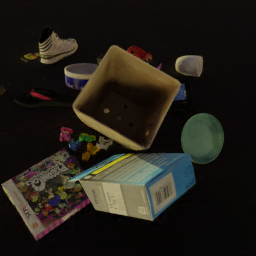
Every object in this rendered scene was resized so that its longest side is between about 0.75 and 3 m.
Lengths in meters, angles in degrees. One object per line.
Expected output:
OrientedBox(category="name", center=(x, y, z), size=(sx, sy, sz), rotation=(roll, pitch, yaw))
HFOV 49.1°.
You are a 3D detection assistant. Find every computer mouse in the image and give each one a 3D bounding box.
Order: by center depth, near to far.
OrientedBox(category="computer mouse", center=(-1.474, 1.119, 8.214), size=(1.390, 0.456, 1.979), rotation=(-17, 41, -20))

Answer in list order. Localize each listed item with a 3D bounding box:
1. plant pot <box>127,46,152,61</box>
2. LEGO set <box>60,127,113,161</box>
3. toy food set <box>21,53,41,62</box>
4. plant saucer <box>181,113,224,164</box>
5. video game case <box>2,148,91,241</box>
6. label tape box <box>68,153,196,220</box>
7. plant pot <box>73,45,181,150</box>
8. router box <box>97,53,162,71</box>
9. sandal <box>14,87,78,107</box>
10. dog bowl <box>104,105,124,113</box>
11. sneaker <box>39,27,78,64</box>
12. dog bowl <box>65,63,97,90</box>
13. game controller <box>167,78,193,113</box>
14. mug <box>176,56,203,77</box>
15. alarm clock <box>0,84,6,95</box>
OrientedBox(category="plant pot", center=(0.493, -3.234, 13.498), size=(1.053, 1.156, 1.156), rotation=(33, 48, 25))
OrientedBox(category="LEGO set", center=(-1.400, 0.599, 8.806), size=(1.686, 0.643, 0.692), rotation=(13, 41, 7))
OrientedBox(category="toy food set", center=(-5.223, -3.905, 15.122), size=(0.716, 0.208, 1.037), rotation=(30, 46, 33))
OrientedBox(category="plant saucer", center=(2.253, 0.317, 8.674), size=(1.549, 1.549, 0.278), rotation=(-16, 7, -20))
OrientedBox(category="video game case", center=(-1.968, 1.604, 7.282), size=(1.921, 0.344, 1.741), rotation=(-31, 58, -27))
OrientedBox(category="label tape box", center=(0.052, 1.294, 6.885), size=(2.569, 0.849, 1.841), rotation=(-8, 11, 43))
OrientedBox(category="plant pot", center=(-0.133, -0.635, 8.564), size=(2.292, 2.032, 2.295), rotation=(29, 71, -1))
OrientedBox(category="router box", center=(0.023, -1.803, 10.974), size=(2.441, 1.821, 0.623), rotation=(14, 40, 17))
OrientedBox(category="sandal", center=(-3.284, -1.309, 11.340), size=(2.601, 0.586, 0.977), rotation=(2, 37, 2))
OrientedBox(category="dog bowl", center=(-0.958, -0.786, 10.615), size=(1.713, 0.632, 1.713), rotation=(1, 37, 0))
OrientedBox(category="sneaker", center=(-3.655, -4.633, 14.902), size=(1.067, 1.627, 2.828), rotation=(15, 39, 19))
OrientedBox(category="dog bowl", center=(-1.891, -2.287, 12.354), size=(1.746, 0.688, 1.746), rotation=(3, 28, -2))
OrientedBox(category="game controller", center=(1.976, -1.396, 11.531), size=(1.258, 0.508, 2.412), rotation=(4, 36, 5))
OrientedBox(category="mug", center=(2.948, -2.968, 13.412), size=(1.111, 0.936, 1.267), rotation=(12, 8, 26))
OrientedBox(category="alarm clock", center=(-5.708, -1.579, 11.964), size=(0.634, 0.313, 0.939), rotation=(20, 44, 24))
